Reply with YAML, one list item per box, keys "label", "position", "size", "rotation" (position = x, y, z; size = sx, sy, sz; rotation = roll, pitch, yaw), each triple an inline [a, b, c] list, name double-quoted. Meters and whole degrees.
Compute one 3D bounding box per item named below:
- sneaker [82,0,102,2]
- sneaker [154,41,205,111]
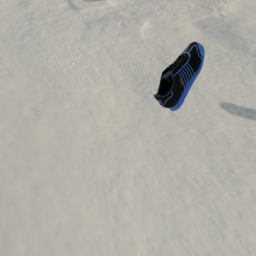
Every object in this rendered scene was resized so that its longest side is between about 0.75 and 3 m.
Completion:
- label: "sneaker"
  position: [-0.977, -4.226, 8.762]
  size: [1.067, 0.467, 0.394]
  rotation: [-1, 28, 15]
- label: "sneaker"
  position: [0.967, -1.055, 5.289]
  size: [0.505, 0.561, 1.440]
  rotation: [17, 82, 51]
